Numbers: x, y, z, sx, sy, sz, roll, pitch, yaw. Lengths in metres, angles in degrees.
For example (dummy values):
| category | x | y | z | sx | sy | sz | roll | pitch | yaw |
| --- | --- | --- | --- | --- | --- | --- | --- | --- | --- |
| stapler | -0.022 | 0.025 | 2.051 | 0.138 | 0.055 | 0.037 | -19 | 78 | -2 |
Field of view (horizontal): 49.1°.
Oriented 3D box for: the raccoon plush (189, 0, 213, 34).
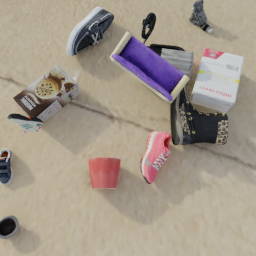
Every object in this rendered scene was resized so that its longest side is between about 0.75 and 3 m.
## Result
| category | x | y | z | sx | sy | sz | roll | pitch | yaw |
| --- | --- | --- | --- | --- | --- | --- | --- | --- | --- |
| raccoon plush | 3.427 | -5.107 | 12.633 | 1.481 | 0.992 | 0.717 | 38 | 72 | 15 |

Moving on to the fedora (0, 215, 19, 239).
| category | x | y | z | sx | sy | sz | roll | pitch | yaw |
| --- | --- | --- | --- | --- | --- | --- | --- | --- | --- |
| fedora | -3.961 | 3.308 | 9.320 | 0.798 | 0.360 | 0.706 | -35 | 70 | -13 |

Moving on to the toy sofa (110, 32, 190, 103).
| category | x | y | z | sx | sy | sz | roll | pitch | yaw |
| --- | --- | --- | --- | --- | --- | --- | --- | --- | --- |
| toy sofa | 0.752 | -2.089 | 9.771 | 2.688 | 1.312 | 1.113 | 36 | 101 | -4 |

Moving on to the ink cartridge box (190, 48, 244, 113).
| category | x | y | z | sx | sy | sz | roll | pitch | yaw |
| --- | --- | --- | --- | --- | --- | --- | --- | --- | --- |
| ink cartridge box | 3.547 | -1.918 | 11.276 | 1.617 | 0.929 | 2.228 | 17 | 68 | 7 |

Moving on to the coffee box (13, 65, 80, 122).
| category | x | y | z | sx | sy | sz | roll | pitch | yaw |
| --- | --- | --- | --- | --- | --- | --- | --- | --- | --- |
| coffee box | -3.150 | -1.282 | 11.033 | 1.239 | 0.875 | 2.193 | 42 | 73 | 16 |

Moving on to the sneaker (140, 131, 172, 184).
| category | x | y | z | sx | sy | sz | roll | pitch | yaw |
| --- | --- | --- | --- | --- | --- | --- | --- | --- | --- |
| sneaker | 1.042 | 0.992 | 9.935 | 0.873 | 0.742 | 2.013 | -4 | 61 | 36 |

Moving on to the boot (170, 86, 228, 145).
| category | x | y | z | sx | sy | sz | roll | pitch | yaw |
| --- | --- | --- | --- | --- | --- | --- | --- | --- | --- |
| boot | 2.664 | -0.503 | 10.662 | 1.991 | 0.968 | 2.645 | 5 | 60 | -2 |

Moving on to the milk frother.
| category | x | y | z | sx | sy | sz | roll | pitch | yaw |
| --- | --- | --- | --- | --- | --- | --- | --- | --- | --- |
| milk frother | 1.507 | -3.090 | 11.066 | 2.163 | 2.300 | 2.076 | 9 | 63 | 3 |

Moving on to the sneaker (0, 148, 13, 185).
| category | x | y | z | sx | sy | sz | roll | pitch | yaw |
| --- | --- | --- | --- | --- | --- | --- | --- | --- | --- |
| sneaker | -4.473 | 1.364 | 10.088 | 0.517 | 0.524 | 1.319 | -6 | 68 | -4 |

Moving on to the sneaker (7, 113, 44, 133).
| category | x | y | z | sx | sy | sz | roll | pitch | yaw |
| --- | --- | --- | --- | --- | --- | --- | --- | --- | --- |
| sneaker | -3.469 | -0.090 | 9.388 | 0.449 | 1.276 | 0.596 | 37 | 105 | 34 |

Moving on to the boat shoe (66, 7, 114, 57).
| category | x | y | z | sx | sy | sz | roll | pitch | yaw |
| --- | --- | --- | --- | --- | --- | --- | --- | --- | --- |
| boat shoe | -1.578 | -4.136 | 12.258 | 0.986 | 1.043 | 2.908 | 26 | 62 | 12 |

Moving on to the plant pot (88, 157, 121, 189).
| category | x | y | z | sx | sy | sz | roll | pitch | yaw |
| --- | --- | --- | --- | --- | --- | --- | --- | --- | --- |
| plant pot | -0.823 | 1.595 | 9.730 | 1.158 | 1.158 | 1.025 | -1 | 77 | 0 |
